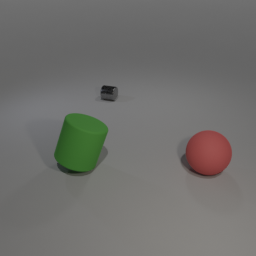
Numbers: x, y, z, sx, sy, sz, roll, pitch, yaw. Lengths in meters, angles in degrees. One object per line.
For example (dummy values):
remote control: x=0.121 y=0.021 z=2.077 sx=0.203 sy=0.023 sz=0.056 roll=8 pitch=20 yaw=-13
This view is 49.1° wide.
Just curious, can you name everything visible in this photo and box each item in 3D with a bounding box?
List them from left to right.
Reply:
cylinder: x=-1.496 y=0.438 z=8.935 sx=1.400 sy=1.400 sz=1.400 roll=19 pitch=19 yaw=-7
cylinder: x=-0.933 y=-1.761 z=14.047 sx=0.700 sy=0.700 sz=0.700 roll=9 pitch=30 yaw=16
ball: x=2.526 y=0.771 z=8.809 sx=1.400 sy=1.400 sz=1.400 roll=0 pitch=29 yaw=0
